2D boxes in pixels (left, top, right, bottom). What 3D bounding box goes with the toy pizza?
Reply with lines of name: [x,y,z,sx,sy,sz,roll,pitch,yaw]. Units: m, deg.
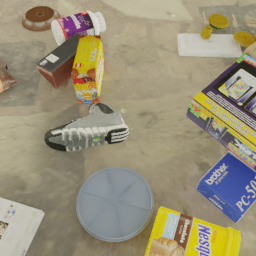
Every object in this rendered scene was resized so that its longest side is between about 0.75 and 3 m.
toy pizza: [-0.337,1.955,7.355,2.015,0.319,2.015,-1,54,1]

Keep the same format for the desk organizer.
desk organizer: [-2.212,-2.453,10.149,0.774,0.831,2.158,30,60,19]

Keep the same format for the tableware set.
tableware set: [4.303,-3.818,11.260,2.817,0.432,1.897,4,56,-6]

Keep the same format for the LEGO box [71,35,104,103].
LEGO box: [-1.298,-1.999,9.480,0.728,1.405,1.886,2,54,2]

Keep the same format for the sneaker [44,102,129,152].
sneaker: [-1.304,-0.121,8.566,2.469,0.926,1.426,-5,49,-16]

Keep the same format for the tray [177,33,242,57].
tray: [3.244,-3.370,11.149,2.488,0.276,1.336,2,54,1]

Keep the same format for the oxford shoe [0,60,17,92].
oxford shoe: [-4.867,-2.157,10.068,0.871,0.852,2.389,-28,65,-36]

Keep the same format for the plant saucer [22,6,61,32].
plant saucer: [-3.794,-4.829,12.162,1.710,0.313,1.710,1,55,-1]

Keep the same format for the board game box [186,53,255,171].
board game box: [3.349,-0.310,7.042,2.382,0.817,2.882,-39,66,-21]

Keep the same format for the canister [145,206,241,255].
canister: [1.448,2.747,6.442,1.882,0.815,1.398,16,65,13]

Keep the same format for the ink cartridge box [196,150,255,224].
ink cartridge box: [3.316,1.121,7.753,2.812,0.622,1.322,-37,61,-23]

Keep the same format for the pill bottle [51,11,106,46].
pill bottle: [-1.918,-3.911,11.016,1.968,1.107,1.107,-25,58,-17]

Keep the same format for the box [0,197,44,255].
box: [-3.365,2.488,6.958,2.076,0.377,1.499,15,56,9]

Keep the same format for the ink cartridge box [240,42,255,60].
ink cartridge box: [5.462,-2.328,9.779,2.636,0.990,2.171,-34,73,-22]
